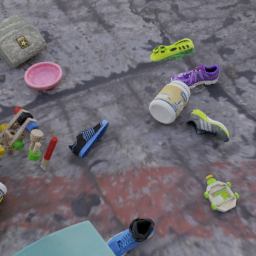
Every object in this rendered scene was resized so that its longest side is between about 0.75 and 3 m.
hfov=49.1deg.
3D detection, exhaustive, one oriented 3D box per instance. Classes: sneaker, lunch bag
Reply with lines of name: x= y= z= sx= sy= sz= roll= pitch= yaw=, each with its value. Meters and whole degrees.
sneaker: x=-1.379 y=0.258 z=9.959 sx=0.668 sy=0.602 sz=1.716 roll=32 pitch=61 yaw=12
lunch bag: x=-4.965 y=-3.868 z=12.579 sx=1.809 sy=1.297 sz=2.206 roll=-40 pitch=68 yaw=-21
sneaker: x=1.565 y=-2.636 z=10.021 sx=1.644 sy=0.687 sz=0.609 roll=-7 pitch=63 yaw=30
sneaker: x=2.868 y=0.040 z=10.181 sx=0.707 sy=0.645 sz=1.746 roll=-41 pitch=56 yaw=-18
sneaker: x=0.024 y=3.021 z=7.742 sx=1.619 sy=0.901 sz=0.621 roll=-22 pitch=58 yaw=-15
sneaker: x=2.798 y=-2.248 z=11.631 sx=2.106 sy=0.879 sz=0.849 roll=-14 pitch=55 yaw=-9

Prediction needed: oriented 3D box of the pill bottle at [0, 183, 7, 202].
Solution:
pill bottle: x=-4.603 y=2.471 z=7.933 sx=1.257 sy=1.257 sz=2.259 roll=15 pitch=56 yaw=11

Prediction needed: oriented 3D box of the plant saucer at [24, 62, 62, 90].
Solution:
plant saucer: x=-3.545 y=-2.151 z=11.858 sx=1.556 sy=0.394 sz=1.556 roll=0 pitch=53 yaw=0

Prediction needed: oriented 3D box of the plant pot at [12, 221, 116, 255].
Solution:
plant pot: x=-1.688 y=3.735 z=6.557 sx=2.893 sy=2.045 sz=2.044 roll=-34 pitch=60 yaw=-24

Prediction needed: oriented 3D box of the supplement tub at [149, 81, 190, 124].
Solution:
supplement tub: x=1.609 y=-0.999 z=10.589 sx=1.074 sy=1.074 sz=1.485 roll=29 pitch=59 yaw=20

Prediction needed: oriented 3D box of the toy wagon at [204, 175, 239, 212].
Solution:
toy wagon: x=2.880 y=2.038 z=8.884 sx=0.923 sy=0.235 sz=1.190 roll=-20 pitch=55 yaw=-14

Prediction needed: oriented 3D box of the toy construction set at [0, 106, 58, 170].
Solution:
toy construction set: x=-4.027 y=0.683 z=9.212 sx=2.928 sy=2.250 sz=2.442 roll=26 pitch=26 yaw=-2
